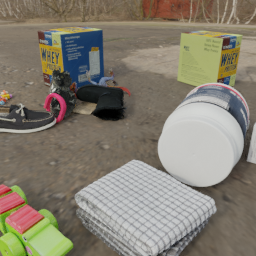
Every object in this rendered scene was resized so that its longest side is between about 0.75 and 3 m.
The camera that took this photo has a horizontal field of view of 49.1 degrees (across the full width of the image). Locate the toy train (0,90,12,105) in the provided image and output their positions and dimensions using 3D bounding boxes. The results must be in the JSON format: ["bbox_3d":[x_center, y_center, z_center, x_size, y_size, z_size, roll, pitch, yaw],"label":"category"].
[{"bbox_3d":[-5.884,-1.435,12.471,1.497,0.416,1.124,14,29,25],"label":"toy train"}]

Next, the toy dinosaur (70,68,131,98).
[{"bbox_3d":[-1.463,-1.866,12.784,2.128,1.231,2.345,-38,54,-22],"label":"toy dinosaur"}]

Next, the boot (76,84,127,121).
[{"bbox_3d":[-1.094,-0.983,11.032,2.125,0.786,1.741,2,36,0],"label":"boot"}]

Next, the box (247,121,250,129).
[{"bbox_3d":[3.076,-0.344,10.257,1.517,0.382,2.103,-14,28,-27],"label":"box"}]

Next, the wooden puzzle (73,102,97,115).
[{"bbox_3d":[-1.725,-0.797,11.452,1.418,0.166,0.957,13,33,22],"label":"wooden puzzle"}]

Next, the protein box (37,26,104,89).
[{"bbox_3d":[-2.793,-3.592,14.272,1.823,2.702,2.682,21,33,37],"label":"protein box"}]

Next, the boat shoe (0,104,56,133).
[{"bbox_3d":[-4.053,-0.417,9.822,2.928,0.883,1.082,-2,26,-3],"label":"boat shoe"}]

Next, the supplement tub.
[{"bbox_3d":[2.105,0.061,7.561,2.002,2.002,2.853,12,28,23],"label":"supplement tub"}]

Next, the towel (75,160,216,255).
[{"bbox_3d":[0.318,1.648,5.546,1.874,0.968,2.263,-22,32,-40],"label":"towel"}]

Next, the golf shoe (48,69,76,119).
[{"bbox_3d":[-2.759,-1.174,11.495,1.027,1.248,2.642,12,45,-22],"label":"golf shoe"}]

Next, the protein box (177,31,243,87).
[{"bbox_3d":[4.087,-3.499,14.298,1.696,2.514,2.496,-20,32,-35],"label":"protein box"}]

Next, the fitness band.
[{"bbox_3d":[-2.642,-0.728,10.156,0.859,1.196,0.224,42,42,11],"label":"fitness band"}]

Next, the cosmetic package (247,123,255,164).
[{"bbox_3d":[4.310,0.101,8.427,0.877,1.204,2.369,16,29,30],"label":"cosmetic package"}]

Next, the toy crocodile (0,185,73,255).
[{"bbox_3d":[-2.233,1.699,5.448,2.914,0.900,0.984,21,33,36],"label":"toy crocodile"}]
